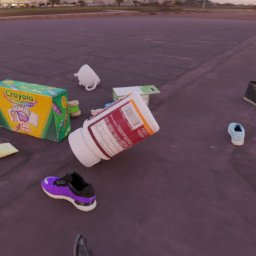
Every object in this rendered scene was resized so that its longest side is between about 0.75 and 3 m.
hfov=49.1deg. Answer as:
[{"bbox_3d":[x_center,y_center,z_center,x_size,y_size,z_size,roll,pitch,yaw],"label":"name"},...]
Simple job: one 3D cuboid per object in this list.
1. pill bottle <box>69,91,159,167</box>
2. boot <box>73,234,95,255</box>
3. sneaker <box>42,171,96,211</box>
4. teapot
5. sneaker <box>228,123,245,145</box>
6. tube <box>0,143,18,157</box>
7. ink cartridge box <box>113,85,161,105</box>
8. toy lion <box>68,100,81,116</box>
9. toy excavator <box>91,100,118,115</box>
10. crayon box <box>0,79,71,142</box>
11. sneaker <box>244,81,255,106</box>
[{"bbox_3d":[-0.394,0.071,7.537,2.194,1.253,1.253,-31,26,8],"label":"pill bottle"},{"bbox_3d":[-0.252,2.403,4.710,1.303,0.518,1.496,-3,34,-13],"label":"boot"},{"bbox_3d":[-1.383,1.294,6.517,1.518,0.755,0.528,15,31,25],"label":"sneaker"},{"bbox_3d":[-2.021,-2.434,13.798,0.895,1.209,1.225,-42,10,-3],"label":"teapot"},{"bbox_3d":[3.625,0.046,9.244,0.480,0.533,1.300,5,27,7],"label":"sneaker"},{"bbox_3d":[-4.197,0.778,7.912,1.921,0.499,0.557,-16,69,-38],"label":"tube"},{"bbox_3d":[0.342,-1.376,12.029,1.872,0.555,0.972,-6,27,-12],"label":"ink cartridge box"},{"bbox_3d":[-2.836,-0.683,10.710,1.627,0.559,1.560,-22,26,-27],"label":"toy lion"},{"bbox_3d":[-0.833,-0.712,10.941,0.959,0.479,0.933,0,22,29],"label":"toy excavator"},{"bbox_3d":[-3.253,-0.628,9.406,2.664,1.582,0.776,12,29,23],"label":"crayon box"},{"bbox_3d":[5.567,-1.394,11.745,0.595,0.846,1.592,-14,30,-25],"label":"sneaker"}]
